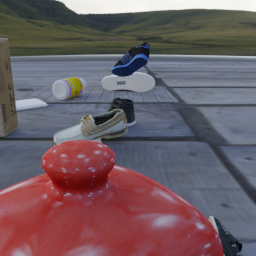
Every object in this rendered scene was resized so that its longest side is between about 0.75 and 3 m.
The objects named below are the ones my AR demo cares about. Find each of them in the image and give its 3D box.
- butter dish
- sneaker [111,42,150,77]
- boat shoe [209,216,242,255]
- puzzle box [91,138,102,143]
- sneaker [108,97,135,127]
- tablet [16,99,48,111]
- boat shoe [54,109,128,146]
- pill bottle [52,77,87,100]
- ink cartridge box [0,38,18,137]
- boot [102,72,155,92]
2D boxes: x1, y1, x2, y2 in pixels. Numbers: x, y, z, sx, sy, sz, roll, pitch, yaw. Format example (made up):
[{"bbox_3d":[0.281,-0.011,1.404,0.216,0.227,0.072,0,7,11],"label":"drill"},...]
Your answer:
[{"bbox_3d":[-0.407,1.090,2.570,2.739,2.025,2.732,-13,23,-36],"label":"butter dish"},{"bbox_3d":[0.118,-2.557,10.598,0.692,0.768,1.973,29,-26,-33],"label":"sneaker"},{"bbox_3d":[1.315,1.594,3.627,0.374,0.421,1.127,1,19,1],"label":"boat shoe"},{"bbox_3d":[-1.288,0.499,6.589,1.170,0.149,0.778,-14,-5,-35],"label":"puzzle box"},{"bbox_3d":[-0.574,-0.442,8.940,2.008,0.996,0.710,-17,26,-39],"label":"sneaker"},{"bbox_3d":[-4.814,-0.946,11.843,2.415,0.165,1.572,-12,21,-34],"label":"tablet"},{"bbox_3d":[-1.045,-0.028,7.729,2.097,0.717,0.784,-16,36,-17],"label":"boat shoe"},{"bbox_3d":[-2.793,-1.988,13.762,0.947,0.947,1.817,8,20,24],"label":"pill bottle"},{"bbox_3d":[-4.710,-1.219,8.323,2.336,2.836,1.065,1,18,3],"label":"ink cartridge box"},{"bbox_3d":[0.135,-2.674,15.584,2.993,1.089,1.352,5,24,17],"label":"boot"}]
